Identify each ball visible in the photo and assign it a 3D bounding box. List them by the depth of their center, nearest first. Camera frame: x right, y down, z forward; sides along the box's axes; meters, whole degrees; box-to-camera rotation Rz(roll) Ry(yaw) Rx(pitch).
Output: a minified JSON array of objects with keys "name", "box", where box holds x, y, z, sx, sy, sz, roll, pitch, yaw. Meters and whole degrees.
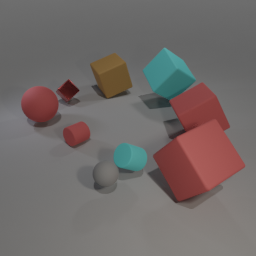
[{"name":"ball","box":[-0.599,1.226,7.521,0.700,0.700,0.700,0,30,0]},{"name":"ball","box":[-3.425,-0.928,10.928,1.400,1.400,1.400,0,30,0]}]

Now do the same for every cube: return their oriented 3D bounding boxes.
[{"name":"cube","box":[1.770,0.840,7.216,1.400,1.400,1.400,-22,76,-29]},{"name":"cube","box":[2.504,-0.515,9.949,1.400,1.400,1.400,-29,26,10]},{"name":"cube","box":[1.744,-2.253,11.982,1.400,1.400,1.400,18,39,-42]},{"name":"cube","box":[-2.719,-1.655,12.599,0.700,0.700,0.700,-47,13,-18]},{"name":"cube","box":[-0.807,-2.546,13.531,1.400,1.400,1.400,-26,40,-9]}]

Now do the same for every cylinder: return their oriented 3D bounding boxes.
[{"name":"cylinder","box":[0.067,0.831,7.950,0.700,0.700,0.700,21,9,-46]},{"name":"cylinder","box":[-1.813,0.201,9.896,0.700,0.700,0.700,25,35,35]}]
